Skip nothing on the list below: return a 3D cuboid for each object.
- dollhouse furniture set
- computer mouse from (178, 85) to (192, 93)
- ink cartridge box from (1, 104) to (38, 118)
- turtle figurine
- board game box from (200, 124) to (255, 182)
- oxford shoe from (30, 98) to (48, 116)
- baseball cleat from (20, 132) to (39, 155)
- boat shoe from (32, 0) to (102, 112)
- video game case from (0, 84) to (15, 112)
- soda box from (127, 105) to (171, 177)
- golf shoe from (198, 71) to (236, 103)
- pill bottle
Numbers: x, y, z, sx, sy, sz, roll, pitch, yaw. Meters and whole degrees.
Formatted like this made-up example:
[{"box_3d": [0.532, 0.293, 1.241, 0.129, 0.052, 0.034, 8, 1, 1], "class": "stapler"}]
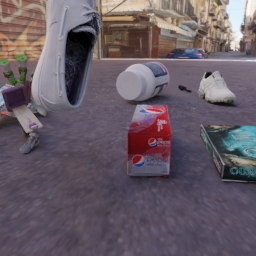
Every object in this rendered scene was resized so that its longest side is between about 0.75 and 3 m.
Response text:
[{"box_3d": [-3.085, 0.103, 6.936, 1.853, 1.468, 1.315, -25, 51, -28], "class": "dollhouse furniture set"}, {"box_3d": [3.084, -2.088, 15.229, 0.382, 0.222, 1.304, 9, 19, -17], "class": "computer mouse"}, {"box_3d": [-3.976, -0.704, 10.437, 1.065, 0.270, 1.209, 13, 21, 35], "class": "ink cartridge box"}, {"box_3d": [-3.958, -1.740, 9.898, 1.325, 1.785, 1.841, 2, 42, -4], "class": "turtle figurine"}, {"box_3d": [2.760, 0.469, 6.340, 1.844, 0.384, 2.726, 2, 17, 5], "class": "board game box"}, {"box_3d": [-3.202, -0.824, 10.065, 1.085, 0.313, 0.408, 39, 4, 28], "class": "oxford shoe"}, {"box_3d": [-2.392, 0.331, 6.771, 0.263, 0.401, 0.754, 7, 19, 5], "class": "baseball cleat"}, {"box_3d": [-0.823, -1.463, 4.338, 0.858, 2.503, 0.901, 7, -12, 37], "class": "boat shoe"}, {"box_3d": [-4.308, -0.671, 8.797, 1.382, 0.169, 1.933, 17, 55, 45], "class": "video game case"}, {"box_3d": [0.524, 0.141, 6.473, 0.845, 0.933, 2.665, 2, 17, 5], "class": "soda box"}, {"box_3d": [3.888, -1.844, 12.443, 1.060, 1.317, 2.709, -1, 18, -12], "class": "golf shoe"}, {"box_3d": [0.676, -2.123, 12.764, 1.641, 1.641, 2.745, 9, 19, 27], "class": "pill bottle"}]
